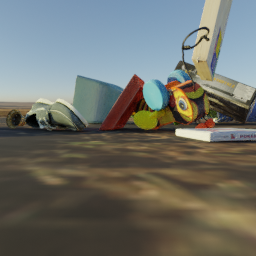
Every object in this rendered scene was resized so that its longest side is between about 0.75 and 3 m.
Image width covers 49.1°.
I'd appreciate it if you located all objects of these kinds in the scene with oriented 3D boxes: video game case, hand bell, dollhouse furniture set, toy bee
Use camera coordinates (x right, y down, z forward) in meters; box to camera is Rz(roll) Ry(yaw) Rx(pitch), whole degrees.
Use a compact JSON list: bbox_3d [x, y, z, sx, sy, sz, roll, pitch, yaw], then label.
[{"bbox_3d":[1.444,0.085,4.269,1.070,0.135,1.175,-1,3,-12],"label":"video game case"},{"bbox_3d":[-2.715,-0.146,7.509,0.504,0.504,0.968,1,-10,22],"label":"hand bell"},{"bbox_3d":[1.210,-0.369,9.788,2.430,1.219,1.592,-17,-24,17],"label":"dollhouse furniture set"},{"bbox_3d":[0.956,-0.441,5.658,1.790,1.486,2.734,-27,-10,-6],"label":"toy bee"}]

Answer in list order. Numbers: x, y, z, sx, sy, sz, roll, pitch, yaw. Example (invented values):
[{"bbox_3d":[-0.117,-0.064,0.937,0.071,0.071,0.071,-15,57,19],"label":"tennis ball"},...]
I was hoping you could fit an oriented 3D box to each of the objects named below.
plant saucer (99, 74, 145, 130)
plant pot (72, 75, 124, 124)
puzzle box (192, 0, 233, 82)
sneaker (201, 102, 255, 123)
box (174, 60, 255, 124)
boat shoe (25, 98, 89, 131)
[{"bbox_3d":[-0.018,-0.529,6.753,0.269,1.463,1.465,35,9,7],"label":"plant saucer"},{"bbox_3d":[-0.937,-0.989,11.046,1.826,1.793,1.788,11,6,19],"label":"plant pot"},{"bbox_3d":[1.912,-2.379,6.080,0.310,2.435,1.620,13,-1,21],"label":"puzzle box"},{"bbox_3d":[4.197,-0.587,11.263,2.893,1.095,1.114,-1,19,46],"label":"sneaker"},{"bbox_3d":[2.987,-1.202,9.715,2.681,0.648,2.124,28,-2,23],"label":"box"},{"bbox_3d":[-1.673,-0.170,6.294,2.267,0.826,0.700,14,56,50],"label":"boat shoe"}]
